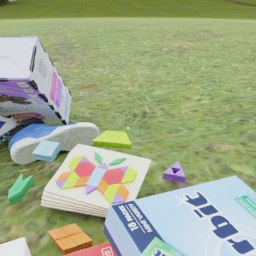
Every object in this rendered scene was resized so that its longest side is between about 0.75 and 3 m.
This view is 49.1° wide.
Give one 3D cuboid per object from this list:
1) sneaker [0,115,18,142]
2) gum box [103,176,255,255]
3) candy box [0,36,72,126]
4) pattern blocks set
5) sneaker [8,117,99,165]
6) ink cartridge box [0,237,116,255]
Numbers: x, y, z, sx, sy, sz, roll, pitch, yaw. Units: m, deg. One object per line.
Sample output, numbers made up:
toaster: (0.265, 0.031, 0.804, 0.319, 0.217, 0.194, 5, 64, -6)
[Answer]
sneaker: (-3.092, 0.038, 6.357, 1.208, 0.698, 0.488, -32, 14, -32)
gum box: (1.109, 1.450, 3.154, 2.201, 0.490, 1.870, -5, 34, -31)
candy box: (-2.770, -0.910, 6.477, 2.283, 0.974, 2.722, 1, -18, 4)
pattern blocks set: (-0.494, 0.868, 4.704, 2.876, 0.233, 2.528, 0, 38, 6)
sneaker: (-1.719, 0.107, 6.392, 1.943, 0.746, 1.081, -19, 39, -21)
ink cartridge box: (-0.855, 1.993, 2.331, 2.181, 0.554, 2.476, -13, 27, -14)
